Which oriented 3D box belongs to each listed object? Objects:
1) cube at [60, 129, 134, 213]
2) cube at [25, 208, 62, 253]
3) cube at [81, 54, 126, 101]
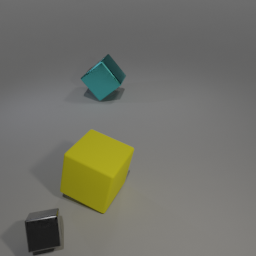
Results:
[{"bbox_3d":[-0.841,1.140,7.657,1.400,1.400,1.400,23,34,12],"label":"cube"},{"bbox_3d":[-1.912,2.313,6.406,0.700,0.700,0.700,-7,-1,-12],"label":"cube"},{"bbox_3d":[-1.141,-2.428,13.403,1.400,1.400,1.400,-33,17,24],"label":"cube"}]
